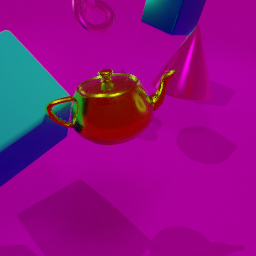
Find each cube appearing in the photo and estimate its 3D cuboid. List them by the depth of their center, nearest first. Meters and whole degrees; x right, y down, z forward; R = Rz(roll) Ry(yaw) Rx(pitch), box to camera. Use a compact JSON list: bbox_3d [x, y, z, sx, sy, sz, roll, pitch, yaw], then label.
[{"bbox_3d":[-1.809,-0.216,4.048,1.385,1.385,1.385,-40,82,-25],"label":"cube"},{"bbox_3d":[1.274,-3.340,7.789,1.173,1.173,1.173,36,35,29],"label":"cube"}]

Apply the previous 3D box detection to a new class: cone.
[{"bbox_3d":[1.295,-1.465,5.891,1.371,1.376,1.371,8,28,-4],"label":"cone"}]

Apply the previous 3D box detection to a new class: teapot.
[{"bbox_3d":[-0.162,-0.333,3.474,1.682,0.824,1.046,-12,29,-7],"label":"teapot"}]

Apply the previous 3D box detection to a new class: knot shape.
[{"bbox_3d":[-0.985,-2.821,6.088,0.712,1.442,1.541,-32,59,20],"label":"knot shape"}]
